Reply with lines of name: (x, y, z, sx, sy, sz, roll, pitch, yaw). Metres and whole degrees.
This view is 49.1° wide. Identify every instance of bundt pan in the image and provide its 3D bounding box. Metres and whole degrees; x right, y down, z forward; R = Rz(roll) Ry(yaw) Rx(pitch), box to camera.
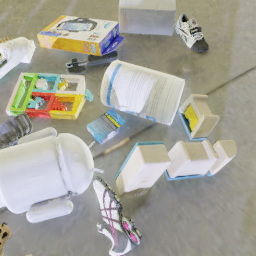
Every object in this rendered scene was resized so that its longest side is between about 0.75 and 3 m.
bundt pan: (-3.299, 0.214, 7.815, 1.493, 1.493, 0.560, -38, 96, -23)

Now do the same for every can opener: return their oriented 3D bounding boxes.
can opener: (-1.275, -2.350, 10.104, 1.970, 0.519, 0.655, -16, 92, -9)

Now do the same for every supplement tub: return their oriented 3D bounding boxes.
supplement tub: (0.440, -1.089, 8.564, 2.256, 1.488, 1.488, 19, 58, 12)

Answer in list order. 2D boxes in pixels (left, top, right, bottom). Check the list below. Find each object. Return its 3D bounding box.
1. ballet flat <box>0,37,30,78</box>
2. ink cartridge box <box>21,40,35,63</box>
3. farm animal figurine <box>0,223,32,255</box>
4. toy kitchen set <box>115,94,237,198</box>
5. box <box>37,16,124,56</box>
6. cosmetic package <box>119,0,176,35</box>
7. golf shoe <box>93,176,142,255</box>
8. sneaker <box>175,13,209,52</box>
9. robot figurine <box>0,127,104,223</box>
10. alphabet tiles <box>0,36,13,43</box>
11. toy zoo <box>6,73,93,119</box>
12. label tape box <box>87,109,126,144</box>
ballet flat: (-4.337, -2.336, 9.551, 0.868, 0.868, 2.501, 31, 72, 20)
ink cartridge box: (-3.916, -2.884, 10.462, 0.645, 0.364, 0.880, 3, 56, 2)
farm animal figurine: (-1.610, 1.714, 3.542, 0.695, 0.432, 0.860, -37, 77, -29)
toy kitchen set: (1.074, 0.366, 7.790, 2.926, 1.724, 2.344, 0, 53, -25)
box: (-1.649, -3.461, 10.394, 2.884, 0.598, 1.717, 12, 47, 19)
cosmetic package: (0.751, -4.434, 11.046, 2.203, 1.177, 0.994, 3, 56, 0)
golf shoe: (-0.470, 2.086, 6.820, 0.866, 0.759, 1.967, -32, 63, -5)
sneaker: (2.458, -3.693, 10.756, 0.697, 0.832, 1.881, -24, 60, -17)
robot figurine: (-2.097, 1.077, 6.978, 2.860, 1.615, 2.425, -15, 62, -9)
alphabet tiles: (-4.887, -3.303, 10.958, 0.846, 0.027, 0.704, -28, 60, -18)
toy zoo: (-2.474, -1.091, 9.288, 2.630, 0.269, 1.725, 4, 56, 3)
label tape box: (-0.651, -0.055, 8.554, 0.983, 0.311, 0.709, -35, 63, -22)
